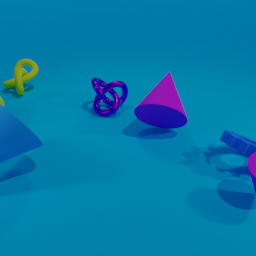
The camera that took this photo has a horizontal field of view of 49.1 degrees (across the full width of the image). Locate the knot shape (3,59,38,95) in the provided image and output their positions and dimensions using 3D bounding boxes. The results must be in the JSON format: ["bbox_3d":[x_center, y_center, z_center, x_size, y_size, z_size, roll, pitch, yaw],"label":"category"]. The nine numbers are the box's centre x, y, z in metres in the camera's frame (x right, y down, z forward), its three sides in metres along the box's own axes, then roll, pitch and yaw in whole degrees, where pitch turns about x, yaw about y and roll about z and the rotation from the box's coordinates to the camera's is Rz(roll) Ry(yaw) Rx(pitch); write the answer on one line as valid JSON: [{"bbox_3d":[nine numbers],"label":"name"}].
[{"bbox_3d":[-4.142,-1.884,10.779,1.538,0.711,1.439,-43,35,13],"label":"knot shape"}]

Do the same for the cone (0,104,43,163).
[{"bbox_3d":[-2.969,0.450,5.964,1.587,1.587,1.593,24,66,35],"label":"cone"}]

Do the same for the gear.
[{"bbox_3d":[2.984,0.462,6.828,1.420,0.263,1.420,20,12,-5],"label":"gear"}]

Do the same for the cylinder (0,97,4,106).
[{"bbox_3d":[-4.082,-0.610,7.521,1.032,1.032,1.032,8,-9,14],"label":"cylinder"}]

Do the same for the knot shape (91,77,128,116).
[{"bbox_3d":[-0.677,-1.004,9.390,1.412,0.653,1.322,19,68,-21],"label":"knot shape"}]

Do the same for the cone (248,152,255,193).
[{"bbox_3d":[2.798,1.108,5.789,0.904,0.907,0.904,1,45,-1],"label":"cone"}]

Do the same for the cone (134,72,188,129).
[{"bbox_3d":[1.080,-0.992,8.168,1.533,1.533,1.539,8,69,14],"label":"cone"}]
